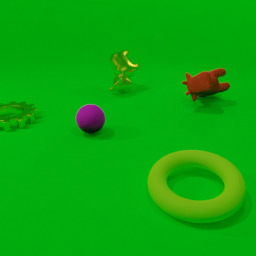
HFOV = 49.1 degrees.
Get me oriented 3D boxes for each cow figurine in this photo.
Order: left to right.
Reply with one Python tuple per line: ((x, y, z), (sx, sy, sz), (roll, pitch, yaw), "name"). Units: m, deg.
((-0.276, -2.020, 10.055), (1.479, 0.825, 1.503), (-31, 84, -38), "cow figurine")
((2.384, -1.365, 9.006), (1.666, 0.929, 1.693), (-15, -1, -10), "cow figurine")

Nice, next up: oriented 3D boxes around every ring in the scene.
((1.243, 1.004, 5.195), (1.753, 0.351, 1.753), (-4, 32, 2), "ring")

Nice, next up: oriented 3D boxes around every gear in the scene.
((-3.393, -0.366, 8.085), (1.493, 0.276, 1.493), (0, 27, 0), "gear")

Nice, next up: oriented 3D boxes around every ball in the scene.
((-0.966, -0.238, 7.248), (0.753, 0.753, 0.753), (0, 27, 0), "ball")
